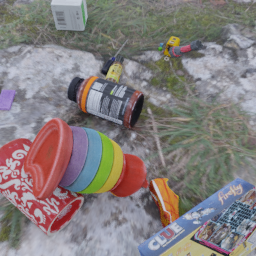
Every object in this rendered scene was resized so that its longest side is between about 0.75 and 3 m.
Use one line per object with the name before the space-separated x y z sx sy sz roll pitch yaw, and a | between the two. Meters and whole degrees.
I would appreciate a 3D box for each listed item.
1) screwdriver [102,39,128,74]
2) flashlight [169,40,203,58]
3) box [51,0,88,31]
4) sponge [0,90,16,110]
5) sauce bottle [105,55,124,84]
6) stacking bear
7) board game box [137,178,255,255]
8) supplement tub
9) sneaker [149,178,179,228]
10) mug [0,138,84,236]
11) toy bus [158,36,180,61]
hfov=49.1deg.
screwdriver | -0.466 -2.920 11.320 0.298 0.311 2.138 22 55 14
flashlight | 2.079 -2.910 10.255 0.436 0.437 1.287 -44 22 -27
box | -2.510 -5.085 12.168 1.276 1.269 1.093 3 56 2
sponge | -4.379 -1.014 10.061 0.484 0.129 0.868 1 55 1
sauce bottle | -0.486 -2.159 10.627 0.492 0.492 1.521 10 57 7
stacking bear | -0.780 0.973 7.062 1.789 2.946 1.675 36 101 54
board game box | 1.772 2.679 6.409 2.916 1.975 0.505 -27 28 -19
supplement tub | -0.771 -0.954 9.327 2.422 1.295 1.295 21 58 14
sneaker | 1.156 2.147 7.593 0.696 0.659 1.805 -8 58 -16
mug | -2.277 1.399 7.549 2.345 1.565 2.082 37 71 19
toy bus | 1.765 -3.310 11.420 0.896 0.490 0.949 -17 57 -11
